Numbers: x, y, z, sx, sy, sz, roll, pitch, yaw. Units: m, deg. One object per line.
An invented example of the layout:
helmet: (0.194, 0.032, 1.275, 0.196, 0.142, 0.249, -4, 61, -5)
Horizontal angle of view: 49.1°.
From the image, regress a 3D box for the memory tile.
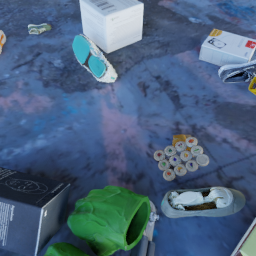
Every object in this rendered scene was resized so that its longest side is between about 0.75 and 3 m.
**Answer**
memory tile: (1.393, 0.792, 7.408, 1.267, 0.106, 0.971, -23, 53, 0)

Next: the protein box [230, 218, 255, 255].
protein box: (3.369, 2.473, 5.273, 2.147, 1.459, 2.162, 35, 58, 26)

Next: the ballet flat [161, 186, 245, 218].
ballet flat: (1.807, 1.684, 6.490, 2.073, 0.660, 0.699, -6, 50, -5)

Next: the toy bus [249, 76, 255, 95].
toy bus: (4.453, -1.170, 8.918, 1.165, 1.234, 0.638, -18, 12, -18)

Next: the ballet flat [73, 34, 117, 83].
ballet flat: (-1.176, -2.397, 9.993, 0.907, 0.907, 2.527, -23, 55, -18)

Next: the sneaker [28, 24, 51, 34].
sneaker: (-3.690, -4.090, 11.703, 0.955, 0.320, 0.429, -4, 61, -6)

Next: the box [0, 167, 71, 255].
box: (-2.400, 1.629, 5.839, 1.923, 1.029, 1.427, 12, 8, 8)

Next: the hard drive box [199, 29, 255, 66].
hard drive box: (3.722, -2.900, 10.419, 1.714, 0.658, 1.336, 23, 54, 18)

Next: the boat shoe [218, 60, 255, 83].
boat shoe: (4.083, -1.866, 9.527, 1.872, 0.672, 0.635, -6, 49, -1)

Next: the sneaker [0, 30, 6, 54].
sneaker: (-5.233, -3.186, 10.774, 0.597, 0.605, 1.546, -6, 44, 8)

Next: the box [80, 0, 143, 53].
box: (-0.629, -4.229, 10.956, 1.816, 1.556, 1.807, -29, 55, -24)

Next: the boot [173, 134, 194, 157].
boot: (1.527, 0.505, 7.797, 0.560, 0.275, 0.782, -6, 48, 4)

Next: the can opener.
can opener: (0.225, 2.532, 5.935, 0.732, 0.579, 2.201, -20, 40, 30)

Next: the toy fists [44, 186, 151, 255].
toy fists: (-0.748, 2.394, 5.503, 1.508, 1.017, 2.959, 8, 48, 32)
